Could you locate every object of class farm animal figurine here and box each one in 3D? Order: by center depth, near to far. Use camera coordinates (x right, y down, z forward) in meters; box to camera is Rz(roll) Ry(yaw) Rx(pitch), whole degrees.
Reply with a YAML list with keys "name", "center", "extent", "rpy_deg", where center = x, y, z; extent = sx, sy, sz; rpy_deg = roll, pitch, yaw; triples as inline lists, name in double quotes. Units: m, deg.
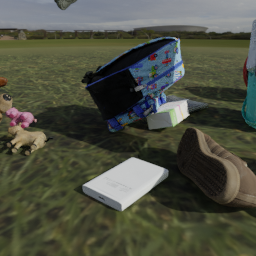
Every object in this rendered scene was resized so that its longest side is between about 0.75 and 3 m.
- name: "farm animal figurine"
  center: [-3.405, -0.214, 7.305]
  extent: [2.336, 2.362, 1.231]
  rpy_deg: [-25, 17, 15]

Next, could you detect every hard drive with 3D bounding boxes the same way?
- name: "hard drive"
  center: [-0.013, 1.062, 5.653]
  extent: [1.002, 0.200, 1.520]
  rpy_deg: [15, 25, 36]

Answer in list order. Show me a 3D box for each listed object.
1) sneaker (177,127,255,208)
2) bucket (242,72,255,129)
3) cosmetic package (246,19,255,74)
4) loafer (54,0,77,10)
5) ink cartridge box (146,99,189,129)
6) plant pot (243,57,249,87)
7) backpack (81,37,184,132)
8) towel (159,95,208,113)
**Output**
- name: "sneaker"
  center: [1.784, 0.808, 5.747]
  extent: [1.020, 0.951, 2.700]
  rpy_deg: [21, 16, -11]
- name: "bucket"
  center: [4.996, -0.902, 8.901]
  extent: [2.608, 1.697, 2.608]
  rpy_deg: [0, 19, 0]
- name: "cosmetic package"
  center: [5.200, -2.496, 8.431]
  extent: [1.874, 1.872, 2.272]
  rpy_deg: [21, -17, -27]
- name: "loafer"
  center: [-1.538, -3.318, 6.851]
  extent: [0.527, 0.569, 1.513]
  rpy_deg: [38, 26, -15]
- name: "ink cartridge box"
  center: [1.366, -0.466, 9.034]
  extent: [0.904, 0.519, 1.543]
  rpy_deg: [-6, 15, 38]
- name: "plant pot"
  center: [6.531, -2.437, 12.234]
  extent: [2.486, 2.486, 2.263]
  rpy_deg: [-10, 13, -26]
- name: "backpack"
  center: [0.426, -1.476, 8.512]
  extent: [2.919, 1.964, 2.665]
  rpy_deg: [-27, 12, 10]
- name: "towel"
  center: [1.774, -0.967, 11.036]
  extent: [2.006, 0.360, 2.083]
  rpy_deg: [-16, 25, -37]
